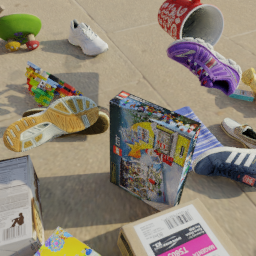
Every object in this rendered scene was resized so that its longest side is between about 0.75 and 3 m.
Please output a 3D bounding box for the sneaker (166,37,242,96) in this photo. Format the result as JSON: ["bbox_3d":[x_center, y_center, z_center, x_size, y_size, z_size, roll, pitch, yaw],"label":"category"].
[{"bbox_3d":[1.488,-1.172,5.460,1.644,0.663,0.686,25,68,-8],"label":"sneaker"}]

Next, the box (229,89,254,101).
[{"bbox_3d":[4.470,-1.314,11.028,0.904,0.222,0.372,14,47,13],"label":"box"}]

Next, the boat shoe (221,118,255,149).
[{"bbox_3d":[3.861,0.145,9.310,0.650,0.595,1.740,-25,50,-23],"label":"boat shoe"}]

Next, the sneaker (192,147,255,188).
[{"bbox_3d":[3.174,1.211,7.984,2.579,0.967,1.090,-3,41,-4],"label":"sneaker"}]

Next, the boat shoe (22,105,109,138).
[{"bbox_3d":[-2.056,-0.317,9.576,2.954,1.081,0.957,4,31,4],"label":"boat shoe"}]

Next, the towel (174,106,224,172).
[{"bbox_3d":[1.942,0.279,9.398,1.800,0.296,2.486,-18,48,-16],"label":"towel"}]

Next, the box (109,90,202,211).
[{"bbox_3d":[0.504,0.739,7.013,2.040,2.987,0.563,26,47,23],"label":"box"}]

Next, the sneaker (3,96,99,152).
[{"bbox_3d":[-1.683,-0.123,6.137,2.112,0.926,0.799,-21,94,-26],"label":"sneaker"}]

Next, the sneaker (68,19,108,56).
[{"bbox_3d":[-1.994,-4.310,13.366,2.649,1.154,0.987,33,53,27],"label":"sneaker"}]

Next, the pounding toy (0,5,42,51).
[{"bbox_3d":[-5.287,-4.308,13.106,2.258,1.357,2.925,-16,-1,26],"label":"pounding toy"}]

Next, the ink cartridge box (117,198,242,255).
[{"bbox_3d":[1.145,2.809,6.290,2.240,0.841,1.846,-13,45,-25],"label":"ink cartridge box"}]

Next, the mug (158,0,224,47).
[{"bbox_3d":[2.148,-3.995,9.877,1.583,2.106,2.373,5,30,-22],"label":"mug"}]

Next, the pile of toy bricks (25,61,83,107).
[{"bbox_3d":[-3.047,-1.365,10.563,2.626,1.457,1.296,30,91,14],"label":"pile of toy bricks"}]

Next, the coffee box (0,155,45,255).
[{"bbox_3d":[-2.712,2.007,6.945,0.938,1.328,2.350,-12,45,-11],"label":"coffee box"}]

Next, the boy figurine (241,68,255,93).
[{"bbox_3d":[5.220,-1.512,10.772,1.283,0.665,2.064,8,40,-44],"label":"boy figurine"}]

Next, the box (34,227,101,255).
[{"bbox_3d":[-1.202,3.547,5.410,2.075,1.314,2.154,25,51,23],"label":"box"}]
